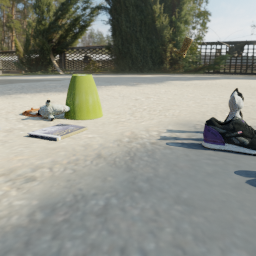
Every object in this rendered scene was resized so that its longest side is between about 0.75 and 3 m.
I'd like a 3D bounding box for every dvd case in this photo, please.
[{"bbox_3d":[-2.569,0.116,10.433,1.367,0.147,1.839,7,16,26],"label":"dvd case"}]

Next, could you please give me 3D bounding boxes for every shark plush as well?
[{"bbox_3d":[-3.597,-0.715,13.007,0.864,0.943,2.076,-18,0,-44],"label":"shark plush"}]

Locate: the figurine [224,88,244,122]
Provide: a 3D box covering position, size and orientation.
[{"bbox_3d":[3.640,-0.467,9.617,0.737,1.672,1.713,6,16,21],"label":"figurine"}]

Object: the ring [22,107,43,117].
[{"bbox_3d":[-4.311,-0.859,14.185,1.988,0.191,1.988,0,15,0],"label":"ring"}]

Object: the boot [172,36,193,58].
[{"bbox_3d":[2.626,-3.953,13.470,0.798,0.911,0.301,34,27,27],"label":"boot"}]

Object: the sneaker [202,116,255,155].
[{"bbox_3d":[3.446,0.177,8.367,2.337,1.023,0.885,5,15,18],"label":"sneaker"}]

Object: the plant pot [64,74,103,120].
[{"bbox_3d":[-2.115,-1.514,13.192,1.839,1.965,1.839,0,14,0],"label":"plant pot"}]
